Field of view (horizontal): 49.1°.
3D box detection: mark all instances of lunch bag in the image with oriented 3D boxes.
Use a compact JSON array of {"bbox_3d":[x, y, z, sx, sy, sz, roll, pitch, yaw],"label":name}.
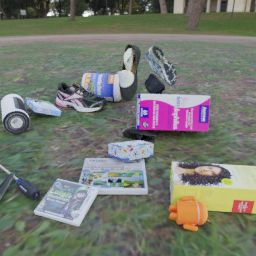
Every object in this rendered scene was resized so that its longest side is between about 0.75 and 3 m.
[{"bbox_3d":[0.091,0.665,8.577,1.318,0.498,1.056,-3,6,-35],"label":"lunch bag"}]

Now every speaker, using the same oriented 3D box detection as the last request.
[{"bbox_3d":[-4.538,-0.608,11.182,0.966,0.966,2.379,-10,25,-21],"label":"speaker"}]

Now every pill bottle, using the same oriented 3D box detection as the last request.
[{"bbox_3d":[-0.983,-2.003,13.845,2.398,1.344,1.344,2,24,5],"label":"pill bottle"}]

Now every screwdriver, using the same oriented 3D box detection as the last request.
[{"bbox_3d":[-3.057,1.316,7.575,0.338,0.353,2.425,-21,32,-40],"label":"screwdriver"}]

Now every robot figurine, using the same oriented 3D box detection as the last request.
[{"bbox_3d":[1.345,1.864,6.122,0.875,0.510,0.629,1,21,3],"label":"robot figurine"}]

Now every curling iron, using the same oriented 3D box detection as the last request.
[{"bbox_3d":[-3.264,1.651,6.697,0.260,0.504,2.033,-40,12,25],"label":"curling iron"}]

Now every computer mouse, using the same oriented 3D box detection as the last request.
[{"bbox_3d":[1.297,-1.448,12.114,0.558,1.703,2.426,-43,3,0],"label":"computer mouse"}]

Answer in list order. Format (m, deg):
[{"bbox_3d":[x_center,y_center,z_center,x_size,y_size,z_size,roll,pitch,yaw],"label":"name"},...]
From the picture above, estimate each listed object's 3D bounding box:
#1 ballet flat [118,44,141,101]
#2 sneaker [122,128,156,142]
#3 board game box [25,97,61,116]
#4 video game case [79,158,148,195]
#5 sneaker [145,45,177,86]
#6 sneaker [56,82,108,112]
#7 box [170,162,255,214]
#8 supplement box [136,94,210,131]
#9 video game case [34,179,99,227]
[{"bbox_3d":[-0.028,-2.389,11.713,0.853,2.509,0.858,-2,-18,25],"label":"ballet flat"},{"bbox_3d":[0.391,0.268,9.932,1.151,0.346,0.600,1,19,-5],"label":"sneaker"},{"bbox_3d":[-3.752,-0.931,12.298,1.143,0.277,1.511,10,14,-39],"label":"board game box"},{"bbox_3d":[-0.397,1.299,7.755,1.783,0.196,1.625,1,22,-1],"label":"video game case"},{"bbox_3d":[1.318,-2.442,11.293,0.669,1.724,0.744,-37,8,-36],"label":"sneaker"},{"bbox_3d":[-2.261,-1.496,12.942,2.699,1.165,1.084,9,27,19],"label":"sneaker"},{"bbox_3d":[2.538,1.444,6.772,2.966,0.743,1.116,3,24,4],"label":"box"},{"bbox_3d":[1.606,-0.591,10.347,2.548,1.289,1.317,1,5,3],"label":"supplement box"},{"bbox_3d":[-1.431,1.716,6.614,1.165,0.136,1.059,8,38,19],"label":"video game case"}]
